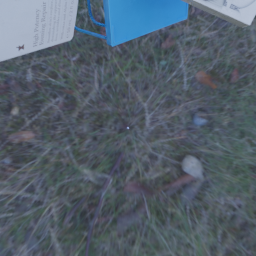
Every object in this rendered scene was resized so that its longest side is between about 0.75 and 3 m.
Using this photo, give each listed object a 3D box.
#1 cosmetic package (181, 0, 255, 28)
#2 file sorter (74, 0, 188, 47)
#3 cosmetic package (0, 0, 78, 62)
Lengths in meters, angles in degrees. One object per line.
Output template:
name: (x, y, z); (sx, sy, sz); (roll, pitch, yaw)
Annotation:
cosmetic package: (1.232, -2.464, 4.010); (1.798, 0.465, 1.356); (25, 106, 2)
file sorter: (0.012, -2.974, 5.821); (1.473, 1.666, 2.401); (28, 46, 36)
cosmetic package: (-2.076, -1.852, 4.338); (0.999, 1.372, 2.699); (36, 46, 18)
